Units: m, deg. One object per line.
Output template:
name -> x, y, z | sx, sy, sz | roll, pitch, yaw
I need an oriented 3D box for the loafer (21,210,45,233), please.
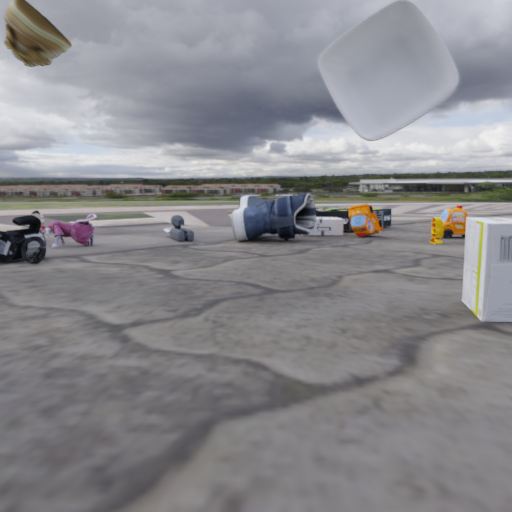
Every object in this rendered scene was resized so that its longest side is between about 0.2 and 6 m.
loafer -> -6.323, -0.961, 15.893 | 0.683, 0.598, 1.901 | -2, 8, -19

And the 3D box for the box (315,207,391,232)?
box -> 2.360, -1.185, 17.490 | 2.808, 0.691, 2.907 | 8, 9, 35

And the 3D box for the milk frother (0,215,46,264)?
milk frother -> -3.996, -0.161, 9.888 | 0.952, 0.859, 0.896 | 45, 15, 5

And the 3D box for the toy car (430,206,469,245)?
toy car -> 4.873, -0.783, 13.544 | 1.240, 0.841, 2.529 | 2, 7, 18

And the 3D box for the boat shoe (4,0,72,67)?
boat shoe -> -3.888, -3.756, 9.822 | 0.967, 0.867, 2.612 | 44, 3, -13

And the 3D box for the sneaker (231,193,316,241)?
sneaker -> 0.522, -1.048, 14.066 | 1.973, 1.038, 2.730 | -10, 16, 7

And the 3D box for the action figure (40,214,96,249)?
action figure -> -4.091, -0.567, 12.164 | 1.136, 0.846, 0.761 | 12, 8, -24

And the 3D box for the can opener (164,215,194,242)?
can opener -> -1.935, -0.702, 13.933 | 0.456, 0.572, 1.711 | -3, 8, -20

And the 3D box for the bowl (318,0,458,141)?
bowl -> 1.803, -2.438, 7.621 | 1.532, 1.534, 0.573 | -31, -11, 18

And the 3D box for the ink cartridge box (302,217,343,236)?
ink cartridge box -> 1.725, -0.800, 15.141 | 1.111, 0.468, 0.811 | -1, 7, -5

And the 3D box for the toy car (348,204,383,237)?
toy car -> 2.181, -0.846, 14.773 | 2.158, 1.059, 0.718 | 4, 52, 24

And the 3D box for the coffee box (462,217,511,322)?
coffee box -> 2.739, 0.108, 5.779 | 0.980, 0.982, 0.971 | 1, 7, 9
